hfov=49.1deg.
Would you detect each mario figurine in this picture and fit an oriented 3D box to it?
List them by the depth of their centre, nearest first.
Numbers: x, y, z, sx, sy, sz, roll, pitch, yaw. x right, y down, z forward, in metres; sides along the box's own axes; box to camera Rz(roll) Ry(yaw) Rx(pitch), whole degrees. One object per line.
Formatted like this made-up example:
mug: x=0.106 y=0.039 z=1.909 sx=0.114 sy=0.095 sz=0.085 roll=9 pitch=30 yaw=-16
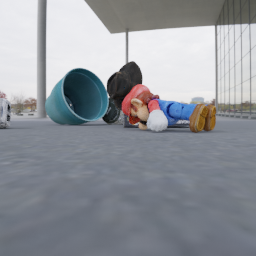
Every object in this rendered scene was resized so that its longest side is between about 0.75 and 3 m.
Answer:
mario figurine: x=1.012 y=-0.270 z=8.302 sx=2.920 sy=1.547 sz=1.802 roll=15 pitch=-25 yaw=40

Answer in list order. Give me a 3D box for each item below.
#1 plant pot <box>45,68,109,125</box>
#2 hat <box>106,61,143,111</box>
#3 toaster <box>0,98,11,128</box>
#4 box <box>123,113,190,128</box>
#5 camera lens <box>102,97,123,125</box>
plant pot: x=-2.996 y=-1.393 z=15.083 sx=2.862 sy=2.862 sz=2.689 roll=-2 pitch=-13 yaw=-46
hat: x=-0.347 y=-1.719 z=11.006 sx=0.825 sy=2.045 sz=2.045 roll=8 pitch=-3 yaw=-34
toaster: x=-4.891 y=-0.554 z=9.897 sx=1.289 sy=1.134 sz=1.996 roll=2 pitch=-5 yaw=-16
box: x=1.209 y=-0.415 z=11.962 sx=2.771 sy=0.688 sz=2.750 roll=-3 pitch=5 yaw=1
camera lens: x=-0.517 y=-0.984 z=16.090 sx=1.568 sy=1.568 sz=1.960 roll=1 pitch=3 yaw=34
